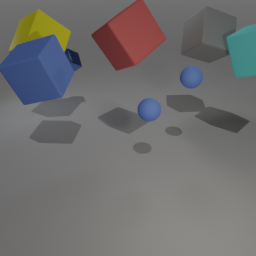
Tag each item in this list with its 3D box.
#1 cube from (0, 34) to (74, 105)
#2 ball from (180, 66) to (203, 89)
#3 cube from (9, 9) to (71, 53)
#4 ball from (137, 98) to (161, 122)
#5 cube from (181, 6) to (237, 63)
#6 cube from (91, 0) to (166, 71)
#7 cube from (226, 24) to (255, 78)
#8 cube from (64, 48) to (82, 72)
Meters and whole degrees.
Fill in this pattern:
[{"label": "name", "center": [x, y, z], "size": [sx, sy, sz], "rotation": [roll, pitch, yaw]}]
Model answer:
[{"label": "cube", "center": [-2.691, -1.748, 8.477], "size": [1.400, 1.400, 1.400], "rotation": [-9, 41, 17]}, {"label": "ball", "center": [1.975, -1.583, 8.732], "size": [0.700, 0.700, 0.700], "rotation": [0, 29, 0]}, {"label": "cube", "center": [-3.184, -3.122, 10.147], "size": [1.400, 1.400, 1.400], "rotation": [1, -18, 45]}, {"label": "ball", "center": [0.631, -0.539, 8.298], "size": [0.700, 0.700, 0.700], "rotation": [0, 29, 0]}, {"label": "cube", "center": [3.001, -3.433, 10.505], "size": [1.400, 1.400, 1.400], "rotation": [10, -7, -21]}, {"label": "cube", "center": [0.002, -2.796, 8.597], "size": [1.400, 1.400, 1.400], "rotation": [-44, 21, -18]}, {"label": "cube", "center": [4.271, -2.571, 9.043], "size": [1.400, 1.400, 1.400], "rotation": [-33, 22, -34]}, {"label": "cube", "center": [-2.500, -2.827, 11.902], "size": [0.700, 0.700, 0.700], "rotation": [-23, -14, 26]}]
